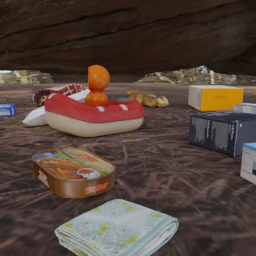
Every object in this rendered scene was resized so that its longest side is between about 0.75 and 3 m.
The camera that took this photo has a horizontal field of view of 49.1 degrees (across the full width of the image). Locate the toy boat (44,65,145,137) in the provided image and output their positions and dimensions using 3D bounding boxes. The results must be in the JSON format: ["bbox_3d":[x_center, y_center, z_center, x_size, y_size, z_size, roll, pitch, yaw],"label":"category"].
[{"bbox_3d":[-0.924,-0.824,7.984,2.889,1.889,1.885,-8,13,-39],"label":"toy boat"}]

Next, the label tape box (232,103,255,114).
[{"bbox_3d":[4.946,-0.631,10.664,1.096,0.506,1.530,-11,14,-44],"label":"label tape box"}]

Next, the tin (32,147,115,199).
[{"bbox_3d":[-0.900,0.666,4.525,0.985,0.368,1.759,-12,16,-33],"label":"tin"}]

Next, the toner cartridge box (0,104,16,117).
[{"bbox_3d":[-5.545,-0.689,11.195,1.848,0.399,0.878,-3,11,-13],"label":"toner cartridge box"}]

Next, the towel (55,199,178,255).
[{"bbox_3d":[-0.103,1.035,2.862,0.861,0.242,1.006,11,15,41],"label":"towel"}]

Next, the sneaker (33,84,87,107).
[{"bbox_3d":[-3.513,-1.750,14.708,2.931,1.141,1.204,-5,11,-25],"label":"sneaker"}]

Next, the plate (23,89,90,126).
[{"bbox_3d":[-2.240,-0.748,9.868,2.587,0.418,2.582,-22,16,-7],"label":"plate"}]

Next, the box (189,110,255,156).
[{"bbox_3d":[2.392,0.054,6.519,1.426,0.742,1.299,-7,13,-32],"label":"box"}]

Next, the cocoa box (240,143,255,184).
[{"bbox_3d":[2.343,0.551,4.428,0.883,0.579,0.589,-3,12,-15],"label":"cocoa box"}]

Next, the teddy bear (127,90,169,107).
[{"bbox_3d":[0.997,-1.398,14.439,2.223,0.742,1.612,10,20,9],"label":"teddy bear"}]

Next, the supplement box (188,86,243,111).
[{"bbox_3d":[4.037,-1.446,13.325,1.805,1.053,2.864,0,11,2],"label":"supplement box"}]
